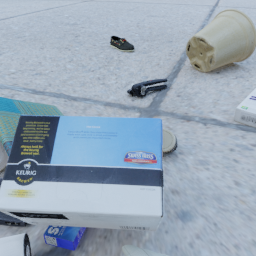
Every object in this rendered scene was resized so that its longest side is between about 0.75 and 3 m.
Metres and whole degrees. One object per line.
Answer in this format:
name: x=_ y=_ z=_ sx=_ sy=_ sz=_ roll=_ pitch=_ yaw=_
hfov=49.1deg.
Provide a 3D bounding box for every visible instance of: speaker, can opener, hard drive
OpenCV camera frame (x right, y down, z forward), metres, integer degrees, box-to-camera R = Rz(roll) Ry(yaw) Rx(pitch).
speaker: x=-2.219 y=1.962 z=3.946 sx=1.569 sy=0.637 sz=0.637 roll=-7 pitch=33 yaw=-13
can opener: x=0.740 y=-1.434 z=9.533 sx=1.606 sy=0.509 sz=0.631 roll=-20 pitch=36 yaw=-28
hard drive: x=-2.326 y=1.372 z=5.242 sx=1.377 sy=0.291 sz=0.929 roll=8 pitch=33 yaw=11

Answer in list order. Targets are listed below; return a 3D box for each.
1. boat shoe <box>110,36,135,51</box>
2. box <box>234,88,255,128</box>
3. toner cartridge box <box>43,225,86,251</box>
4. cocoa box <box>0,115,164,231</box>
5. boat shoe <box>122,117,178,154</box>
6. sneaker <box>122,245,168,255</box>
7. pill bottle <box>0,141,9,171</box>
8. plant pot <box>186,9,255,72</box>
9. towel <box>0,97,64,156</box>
boat shoe: x=-0.309 y=-4.203 z=13.970 sx=0.620 sy=0.531 sz=1.694 roll=-24 pitch=40 yaw=-34
box: x=4.539 y=-0.615 z=8.283 sx=1.896 sy=0.477 sz=2.627 roll=23 pitch=40 yaw=32
toner cartridge box: x=-0.963 y=1.559 z=4.985 sx=0.546 sy=0.248 sz=1.149 roll=8 pitch=33 yaw=13
cocoa box: x=-0.544 y=0.708 z=4.222 sx=2.092 sy=1.395 sz=1.373 roll=2 pitch=63 yaw=4
boat shoe: x=0.246 y=0.231 z=6.986 sx=2.081 sy=0.756 sz=0.653 roll=12 pitch=-9 yaw=28
sneaker: x=-0.133 y=2.472 z=2.858 sx=1.350 sy=1.111 sz=2.935 roll=13 pitch=27 yaw=23
pill bottle: x=-3.457 y=0.278 z=6.337 sx=0.983 sy=0.983 sz=1.739 roll=-26 pitch=40 yaw=-35
plant pot: x=3.579 y=-3.327 z=11.309 sx=2.069 sy=2.260 sz=2.260 roll=-32 pitch=43 yaw=-24
towel: x=-2.177 y=-0.003 z=6.720 sx=2.104 sy=0.311 sz=2.869 roll=8 pitch=22 yaw=-40
